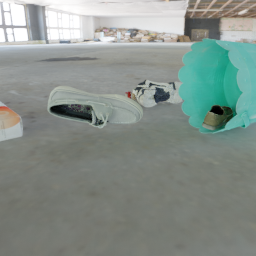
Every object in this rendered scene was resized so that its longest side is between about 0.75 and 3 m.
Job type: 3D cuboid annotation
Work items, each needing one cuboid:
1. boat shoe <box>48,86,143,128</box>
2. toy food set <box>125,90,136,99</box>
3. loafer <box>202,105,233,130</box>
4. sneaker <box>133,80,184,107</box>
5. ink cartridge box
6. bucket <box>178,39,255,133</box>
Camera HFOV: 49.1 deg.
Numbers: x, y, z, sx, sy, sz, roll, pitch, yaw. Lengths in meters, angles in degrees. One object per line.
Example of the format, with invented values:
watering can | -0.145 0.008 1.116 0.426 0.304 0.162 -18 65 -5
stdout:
boat shoe | -0.869 -0.403 7.460 2.553 0.890 0.909 11 43 -6
toy food set | 0.157 -1.460 11.853 0.405 0.381 0.848 -13 24 -31
loafer | 2.739 -0.405 8.290 0.590 0.547 1.570 23 31 30
sneaker | 1.220 -1.532 11.262 2.262 0.903 1.472 -19 34 -18
ink cartridge box | -4.684 -0.078 7.711 2.836 0.711 2.300 -12 23 -36
bucket | 2.872 -1.208 8.082 1.779 2.735 2.735 -6 21 -21
